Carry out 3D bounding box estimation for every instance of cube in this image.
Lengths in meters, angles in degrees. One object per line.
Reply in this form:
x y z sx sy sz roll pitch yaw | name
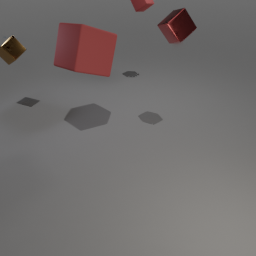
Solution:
-4.552 -3.008 10.876 0.700 0.700 0.700 -9 42 46 | cube
-1.412 -2.552 9.189 1.400 1.400 1.400 -1 18 -44 | cube
0.645 -5.849 12.878 0.700 0.700 0.700 -22 5 41 | cube
1.432 -2.976 8.216 0.700 0.700 0.700 -43 24 -3 | cube
